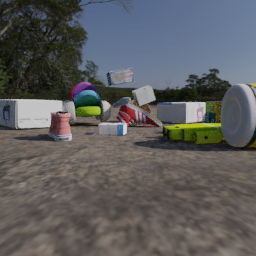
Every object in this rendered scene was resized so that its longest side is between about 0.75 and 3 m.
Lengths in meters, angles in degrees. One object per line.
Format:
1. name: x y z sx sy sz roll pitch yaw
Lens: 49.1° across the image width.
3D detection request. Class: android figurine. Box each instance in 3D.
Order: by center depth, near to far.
1. android figurine: 2.098 0.119 8.118 2.072 0.426 1.886 -1 6 -5

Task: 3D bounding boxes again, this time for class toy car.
1. toy car: -1.932 -1.158 12.552 2.087 1.789 2.385 -3 9 -18

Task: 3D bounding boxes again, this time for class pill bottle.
1. pill bottle: 3.823 -0.292 6.786 2.740 1.525 1.525 0 6 -5

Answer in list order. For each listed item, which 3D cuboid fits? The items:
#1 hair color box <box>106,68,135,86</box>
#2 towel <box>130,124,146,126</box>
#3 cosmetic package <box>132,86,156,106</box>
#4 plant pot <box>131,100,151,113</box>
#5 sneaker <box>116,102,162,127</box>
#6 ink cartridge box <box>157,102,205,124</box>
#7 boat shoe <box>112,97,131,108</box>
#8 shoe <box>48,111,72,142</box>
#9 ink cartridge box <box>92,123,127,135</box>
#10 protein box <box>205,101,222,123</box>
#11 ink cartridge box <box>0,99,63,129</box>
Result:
1. hair color box: -0.379 -2.274 12.596 1.023 0.619 2.046 -12 10 -6
2. towel: 0.187 -0.202 12.663 1.202 0.137 0.866 -1 5 -11
3. cosmetic package: 0.660 -1.374 11.869 0.754 0.622 0.621 -22 17 -8
4. plant pot: 0.462 -0.764 14.295 1.166 1.166 0.783 -3 -28 -25
5. sneaker: 0.419 -0.284 11.772 1.893 1.065 0.674 30 5 1
6. ink cartridge box: 2.840 -0.804 14.156 1.722 1.009 2.383 5 7 43
7. boat shoe: -0.253 -1.030 11.259 0.813 0.293 0.252 -20 8 20
8. shoe: -2.049 -0.115 8.459 0.638 0.812 1.786 -2 6 -21
9. ink cartridge box: -0.613 0.027 9.345 1.060 0.353 0.614 1 6 9
10. protein box: 3.619 -0.349 9.311 1.612 1.096 1.624 4 7 37
11. ink cartridge box: -4.215 -0.646 11.952 1.929 1.162 2.655 -4 9 -38
